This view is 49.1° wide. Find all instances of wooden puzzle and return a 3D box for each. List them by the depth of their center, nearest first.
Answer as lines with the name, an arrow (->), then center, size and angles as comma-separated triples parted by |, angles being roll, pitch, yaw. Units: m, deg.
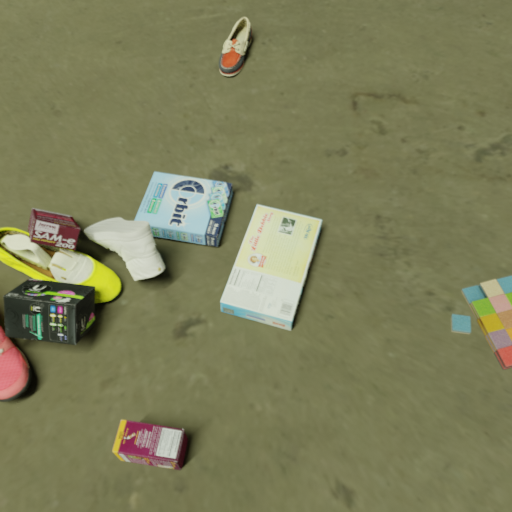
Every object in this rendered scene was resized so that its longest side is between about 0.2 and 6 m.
wooden puzzle -> 5.190, 1.169, 10.813 | 2.948, 0.207, 1.748 | -13, 59, -8

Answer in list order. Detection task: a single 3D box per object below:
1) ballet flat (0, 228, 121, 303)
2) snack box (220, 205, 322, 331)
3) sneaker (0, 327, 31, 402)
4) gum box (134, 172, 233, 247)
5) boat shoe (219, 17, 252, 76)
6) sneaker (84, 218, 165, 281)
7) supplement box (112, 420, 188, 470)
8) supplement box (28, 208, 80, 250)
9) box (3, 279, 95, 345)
ballet flat -> -4.019, 0.138, 11.031 | 2.803, 0.939, 0.936 | 21, 62, 13
snack box -> 0.342, 0.164, 11.294 | 1.441, 0.460, 2.481 | 15, 59, 9
sneaker -> -5.091, 1.455, 10.046 | 1.024, 1.205, 2.777 | -36, 65, -20
gum box -> -1.533, -1.024, 12.046 | 1.791, 0.399, 1.521 | 9, 54, 6
boat shoe -> -0.538, -5.524, 14.818 | 0.662, 0.582, 1.861 | 16, 60, 8
sneaker -> -2.644, -0.078, 11.232 | 0.788, 1.236, 2.139 | -34, 28, -32
supplement box -> -1.735, 3.136, 9.283 | 1.075, 0.704, 0.555 | 8, 58, 4
supplement box -> -4.016, -0.542, 11.060 | 0.840, 1.544, 0.470 | 11, 97, -25
box -> -3.768, 1.013, 10.311 | 1.329, 0.826, 0.987 | 6, 17, 3
